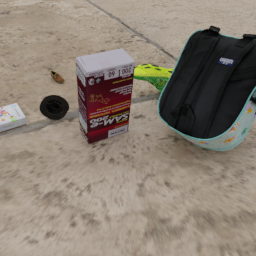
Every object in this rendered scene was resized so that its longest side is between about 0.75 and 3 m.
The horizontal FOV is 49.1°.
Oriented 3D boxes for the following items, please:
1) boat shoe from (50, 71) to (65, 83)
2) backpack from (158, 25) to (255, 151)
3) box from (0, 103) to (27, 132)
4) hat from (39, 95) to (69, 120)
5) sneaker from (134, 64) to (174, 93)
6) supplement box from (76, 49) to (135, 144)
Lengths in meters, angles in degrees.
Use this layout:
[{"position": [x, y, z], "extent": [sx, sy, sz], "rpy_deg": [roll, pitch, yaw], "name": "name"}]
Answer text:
[{"position": [-2.840, -2.035, 11.130], "extent": [0.818, 0.278, 0.294], "rpy_deg": [29, 58, 34], "name": "boat shoe"}, {"position": [2.420, -0.895, 7.846], "extent": [2.636, 2.299, 2.998], "rpy_deg": [29, 84, 35], "name": "backpack"}, {"position": [-4.036, -0.275, 8.875], "extent": [1.354, 0.279, 1.055], "rpy_deg": [-20, 40, -27], "name": "box"}, {"position": [-2.332, -0.732, 8.913], "extent": [0.952, 0.952, 0.384], "rpy_deg": [-4, 38, -5], "name": "hat"}, {"position": [1.169, -1.677, 10.019], "extent": [2.285, 0.955, 0.846], "rpy_deg": [7, 35, -14], "name": "sneaker"}, {"position": [-0.642, -0.802, 7.718], "extent": [1.356, 2.492, 0.759], "rpy_deg": [-18, 50, -22], "name": "supplement box"}]
